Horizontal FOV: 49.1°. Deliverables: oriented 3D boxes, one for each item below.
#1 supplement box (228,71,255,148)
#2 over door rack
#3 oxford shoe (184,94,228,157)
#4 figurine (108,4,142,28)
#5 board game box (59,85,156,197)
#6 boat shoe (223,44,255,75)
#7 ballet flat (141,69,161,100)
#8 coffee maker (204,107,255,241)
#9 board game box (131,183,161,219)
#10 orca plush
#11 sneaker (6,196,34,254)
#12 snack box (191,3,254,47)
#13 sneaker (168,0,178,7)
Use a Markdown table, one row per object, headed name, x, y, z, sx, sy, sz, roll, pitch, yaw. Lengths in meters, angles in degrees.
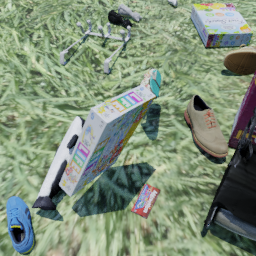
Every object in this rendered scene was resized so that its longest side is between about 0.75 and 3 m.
| name | x | y | z | sx | sy | sz | roll | pitch | yaw |
| --- | --- | --- | --- | --- | --- | --- | --- | --- | --- |
| supplement box | 3.844 | -0.469 | 7.279 | 1.675 | 2.559 | 1.320 | 20 | 52 | 17 |
| over door rack | -1.198 | -3.397 | 10.968 | 2.005 | 0.904 | 2.714 | 14 | 50 | 13 |
| oxford shoe | 2.216 | -0.099 | 7.992 | 0.743 | 0.789 | 2.109 | -13 | 48 | -15 |
| figurine | -0.087 | -5.035 | 12.722 | 1.194 | 0.527 | 1.223 | 33 | 56 | 16 |
| board game box | -0.468 | 0.290 | 5.815 | 0.399 | 2.331 | 1.567 | 42 | 42 | 14 |
| boat shoe | 4.596 | -2.540 | 10.276 | 2.569 | 0.942 | 0.805 | 0 | 44 | -14 |
| ballet flat | 0.584 | -1.143 | 7.718 | 0.551 | 0.652 | 1.725 | -21 | 19 | 21 |
| coffee maker | 3.275 | 1.486 | 5.446 | 2.861 | 2.748 | 1.927 | 23 | 55 | 19 |
| board game box | 0.450 | 1.799 | 6.956 | 0.431 | 0.081 | 0.837 | 22 | 52 | 17 |
| orca plush | -1.386 | 0.946 | 7.150 | 0.940 | 1.391 | 2.643 | 30 | 40 | -17 |
| sneaker | -2.502 | 2.092 | 6.383 | 0.485 | 0.576 | 1.470 | -21 | 51 | -15 |
| snack box | 3.936 | -4.477 | 12.028 | 1.860 | 0.693 | 2.616 | -4 | 49 | -3 |
| sneaker | 2.215 | -6.254 | 13.882 | 0.423 | 0.362 | 0.972 | -13 | 43 | 5 |
